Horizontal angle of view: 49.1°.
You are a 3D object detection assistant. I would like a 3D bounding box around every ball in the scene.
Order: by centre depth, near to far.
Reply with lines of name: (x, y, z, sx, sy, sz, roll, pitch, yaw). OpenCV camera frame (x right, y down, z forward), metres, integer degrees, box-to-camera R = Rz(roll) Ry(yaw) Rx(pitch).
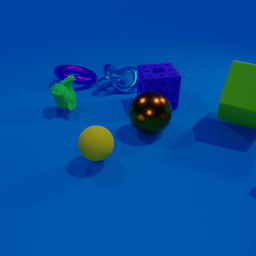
ball: (-0.770, 0.372, 6.753, 0.855, 0.855, 0.855, 0, 33, 0)
ball: (0.632, -0.435, 7.988, 1.247, 1.247, 1.247, 0, 33, 0)

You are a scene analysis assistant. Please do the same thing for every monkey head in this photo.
monkey head: (-1.964, -1.144, 9.105, 1.015, 0.850, 1.411, -40, 34, 3)

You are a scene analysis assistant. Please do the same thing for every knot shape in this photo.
knot shape: (-0.443, -1.979, 10.838, 1.698, 0.784, 1.589, -6, 33, -9)

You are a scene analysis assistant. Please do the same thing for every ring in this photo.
ring: (-2.071, -2.137, 11.173, 1.740, 0.348, 1.740, 12, 25, -5)

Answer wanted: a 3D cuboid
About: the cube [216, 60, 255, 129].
cube: (3.418, -0.896, 7.993, 1.351, 1.351, 1.351, 18, 79, 19)

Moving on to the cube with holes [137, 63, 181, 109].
cube with holes: (0.999, -1.404, 9.501, 1.180, 1.180, 1.180, -6, 35, -8)
